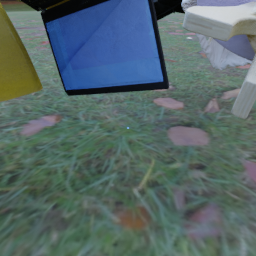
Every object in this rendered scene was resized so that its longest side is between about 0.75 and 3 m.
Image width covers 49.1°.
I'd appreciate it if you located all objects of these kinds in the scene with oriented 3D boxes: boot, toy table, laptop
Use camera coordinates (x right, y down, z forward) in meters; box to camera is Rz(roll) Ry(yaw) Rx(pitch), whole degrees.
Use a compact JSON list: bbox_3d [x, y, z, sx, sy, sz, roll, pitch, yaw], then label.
[{"bbox_3d":[1.286,-3.971,9.324,2.131,0.962,2.600,-17,-11,35],"label":"boot"},{"bbox_3d":[2.203,-1.519,4.237,2.706,2.487,1.585,14,41,24],"label":"toy table"},{"bbox_3d":[-0.900,-1.389,3.469,2.124,1.238,2.397,2,-12,39],"label":"laptop"}]

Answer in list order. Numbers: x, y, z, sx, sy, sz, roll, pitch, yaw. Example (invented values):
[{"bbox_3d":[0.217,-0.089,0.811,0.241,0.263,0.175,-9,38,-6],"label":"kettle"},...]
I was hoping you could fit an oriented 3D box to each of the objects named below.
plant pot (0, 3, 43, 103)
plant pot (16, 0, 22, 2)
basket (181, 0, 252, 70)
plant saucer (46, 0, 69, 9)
[{"bbox_3d":[-2.866,-1.381,4.686,1.949,1.719,1.949,-23,31,-28],"label":"plant pot"},{"bbox_3d":[-2.910,-4.033,8.076,0.811,0.812,0.719,-10,9,-20],"label":"plant pot"},{"bbox_3d":[2.905,-2.901,6.832,2.211,2.192,1.778,-1,48,46],"label":"basket"},{"bbox_3d":[-1.015,-2.362,4.522,1.545,0.374,1.545,-14,-16,25],"label":"plant saucer"}]
